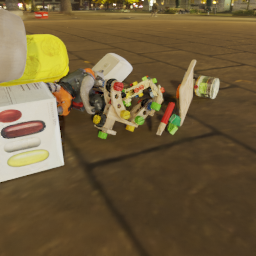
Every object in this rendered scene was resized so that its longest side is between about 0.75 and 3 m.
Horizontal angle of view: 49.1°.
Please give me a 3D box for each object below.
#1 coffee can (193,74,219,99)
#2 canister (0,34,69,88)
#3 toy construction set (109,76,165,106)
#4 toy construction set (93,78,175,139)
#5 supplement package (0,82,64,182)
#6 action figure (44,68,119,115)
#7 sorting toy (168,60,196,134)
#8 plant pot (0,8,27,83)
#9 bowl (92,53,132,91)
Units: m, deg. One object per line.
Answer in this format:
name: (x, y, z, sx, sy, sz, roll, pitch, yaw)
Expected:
coffee can: (2.567, -1.462, 9.769, 0.995, 0.728, 0.728, 17, 30, 32)
canister: (-2.985, -1.597, 8.247, 2.042, 1.190, 2.749, -12, -3, -21)
toy construction set: (0.312, -1.109, 8.453, 1.621, 0.747, 1.063, -9, 15, 18)
toy construction set: (0.034, -0.240, 6.921, 1.863, 1.432, 1.554, 20, -5, 30)
supplement package: (-2.263, 0.053, 5.565, 1.593, 1.523, 1.171, -14, 29, -24)
action figure: (-1.457, -1.007, 8.008, 2.709, 1.417, 2.621, 11, 36, 35)
sorting toy: (1.406, -0.746, 7.339, 0.279, 1.401, 1.896, 13, 47, 18)
plant pot: (-3.057, -1.626, 5.331, 1.888, 2.176, 2.176, -6, 24, -34)
bowl: (-0.692, -2.085, 10.056, 1.388, 0.519, 1.390, -44, 46, -2)
